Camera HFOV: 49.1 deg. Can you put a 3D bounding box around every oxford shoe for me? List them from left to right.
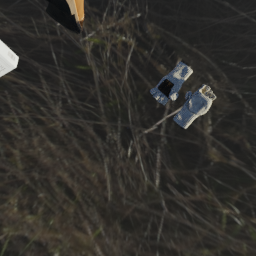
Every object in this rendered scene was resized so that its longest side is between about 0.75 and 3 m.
[{"bbox_3d":[-1.423,-3.168,6.959,1.049,2.941,1.048,28,86,-10],"label":"oxford shoe"}]

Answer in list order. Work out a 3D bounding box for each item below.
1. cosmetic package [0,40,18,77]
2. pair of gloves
[{"bbox_3d":[-3.744,-1.838,6.517,1.359,1.803,0.466,-22,48,19],"label":"cosmetic package"},{"bbox_3d":[1.271,-0.759,6.443,1.092,0.225,1.284,-42,80,8],"label":"pair of gloves"}]
